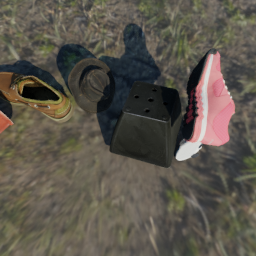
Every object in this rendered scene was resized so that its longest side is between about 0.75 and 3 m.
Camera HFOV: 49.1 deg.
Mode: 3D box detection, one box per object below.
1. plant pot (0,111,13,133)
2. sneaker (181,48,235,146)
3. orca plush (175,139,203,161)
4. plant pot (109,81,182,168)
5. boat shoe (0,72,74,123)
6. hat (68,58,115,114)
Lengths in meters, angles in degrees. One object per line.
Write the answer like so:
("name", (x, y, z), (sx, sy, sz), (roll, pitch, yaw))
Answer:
("plant pot", (-4.083, -0.011, 6.827), (1.725, 1.725, 1.678), (31, 72, 17))
("sneaker", (1.806, -0.629, 6.009), (0.982, 0.835, 2.265), (17, 69, -8))
("orca plush", (1.614, 0.342, 7.096), (0.591, 1.124, 0.400), (26, 19, -3))
("plant pot", (0.499, -0.218, 6.886), (1.602, 1.421, 1.598), (14, 53, 11))
("boat shoe", (-2.745, -1.090, 7.748), (2.716, 0.923, 0.977), (20, 69, 14))
("hat", (-0.806, -1.142, 7.518), (1.528, 1.528, 0.616), (-46, 28, -23))
